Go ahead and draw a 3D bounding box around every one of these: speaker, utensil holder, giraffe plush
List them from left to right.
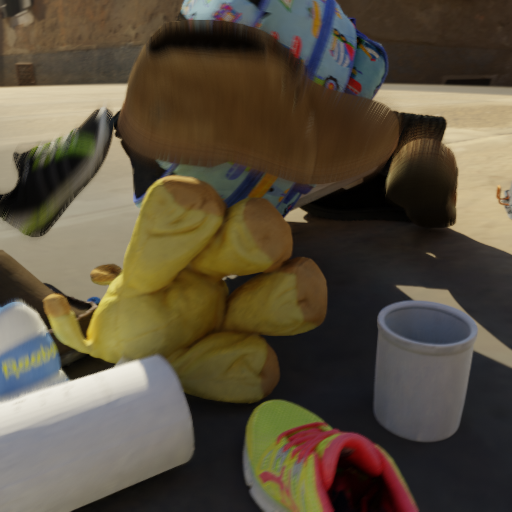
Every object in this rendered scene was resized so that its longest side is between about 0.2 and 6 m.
[{"bbox_3d":[-1.744,1.566,4.343,2.441,0.991,0.991,-14,25,-31],"label":"speaker"},{"bbox_3d":[-0.854,0.434,6.377,2.773,2.392,2.248,-38,14,0],"label":"giraffe plush"},{"bbox_3d":[1.592,1.103,5.431,0.908,1.068,0.908,1,22,0],"label":"utensil holder"}]

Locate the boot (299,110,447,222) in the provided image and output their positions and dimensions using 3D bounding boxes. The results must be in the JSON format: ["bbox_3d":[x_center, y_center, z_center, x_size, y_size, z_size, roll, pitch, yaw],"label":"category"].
[{"bbox_3d":[2.317,-1.915,11.588,2.940,2.198,1.106,2,21,5],"label":"boot"}]

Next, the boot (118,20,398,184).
[{"bbox_3d":[0.267,-1.386,5.115,2.846,1.074,1.048,-1,54,-25],"label":"boot"}]

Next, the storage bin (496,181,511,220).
[{"bbox_3d":[6.020,-1.624,11.996,1.505,1.389,2.068,6,21,16],"label":"storage bin"}]

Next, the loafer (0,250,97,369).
[{"bbox_3d":[-3.203,0.534,6.781,3.179,1.134,1.160,10,23,23],"label":"loafer"}]

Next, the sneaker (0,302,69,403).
[{"bbox_3d":[-2.804,0.961,5.523,2.396,0.985,0.886,-8,12,32],"label":"sneaker"}]

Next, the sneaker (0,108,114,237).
[{"bbox_3d":[-3.208,-1.367,8.690,1.041,2.515,0.902,33,11,-34],"label":"sneaker"}]

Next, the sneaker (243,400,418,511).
[{"bbox_3d":[0.584,1.620,4.119,0.919,1.062,2.351,-11,22,-22],"label":"sneaker"}]

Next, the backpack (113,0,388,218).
[{"bbox_3d":[-0.105,-2.182,7.918,2.958,4.015,4.398,28,15,-21],"label":"backpack"}]

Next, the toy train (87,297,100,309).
[{"bbox_3d":[-1.969,0.784,7.301,0.780,0.338,0.446,6,31,9],"label":"toy train"}]

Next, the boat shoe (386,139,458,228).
[{"bbox_3d":[2.935,-1.427,9.801,1.138,1.075,3.162,1,-13,19],"label":"boat shoe"}]

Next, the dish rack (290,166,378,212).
[{"bbox_3d":[0.349,-1.723,11.525,3.920,0.853,3.364,-25,35,-13],"label":"dish rack"}]
